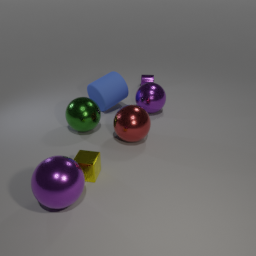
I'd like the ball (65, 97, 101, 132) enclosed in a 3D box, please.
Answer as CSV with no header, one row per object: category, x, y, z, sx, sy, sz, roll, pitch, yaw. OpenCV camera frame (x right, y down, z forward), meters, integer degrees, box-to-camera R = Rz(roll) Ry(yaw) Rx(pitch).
ball,-1.776,-0.535,11.119,1.400,1.400,1.400,0,29,0

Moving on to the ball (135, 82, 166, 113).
ball,1.022,-1.359,12.666,1.400,1.400,1.400,0,29,0

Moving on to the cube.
cube,-1.273,1.178,8.719,0.700,0.700,0.700,5,29,10

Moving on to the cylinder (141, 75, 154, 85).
cylinder,1.087,-2.626,15.673,0.700,0.700,0.700,2,29,3

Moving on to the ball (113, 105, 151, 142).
ball,0.150,-0.169,10.433,1.400,1.400,1.400,0,29,0

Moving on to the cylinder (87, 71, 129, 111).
cylinder,-0.933,-1.692,12.936,1.400,1.400,1.400,-34,42,-25

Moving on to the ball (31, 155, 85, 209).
ball,-1.858,1.434,7.486,1.400,1.400,1.400,0,29,0
